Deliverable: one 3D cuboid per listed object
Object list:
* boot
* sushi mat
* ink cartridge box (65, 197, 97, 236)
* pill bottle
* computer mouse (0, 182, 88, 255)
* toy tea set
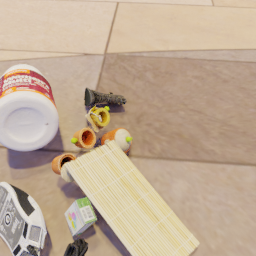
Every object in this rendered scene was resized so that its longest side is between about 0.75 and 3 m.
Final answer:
[{"bbox_3d":[-0.602,-0.829,7.686,1.160,0.461,1.332,7,14,-12],"label":"boot"},{"bbox_3d":[0.081,1.484,5.492,1.346,0.170,2.814,-29,71,-39],"label":"sushi mat"},{"bbox_3d":[-0.971,1.756,5.411,0.271,0.913,0.474,-8,59,-39],"label":"ink cartridge box"},{"bbox_3d":[-2.569,-0.660,6.972,1.427,1.427,2.605,-15,33,-13],"label":"pill bottle"},{"bbox_3d":[-1.797,1.927,5.250,2.669,1.463,0.585,35,16,37],"label":"computer mouse"},{"bbox_3d":[-0.682,0.462,6.327,0.806,1.295,2.178,-10,35,43],"label":"toy tea set"}]
